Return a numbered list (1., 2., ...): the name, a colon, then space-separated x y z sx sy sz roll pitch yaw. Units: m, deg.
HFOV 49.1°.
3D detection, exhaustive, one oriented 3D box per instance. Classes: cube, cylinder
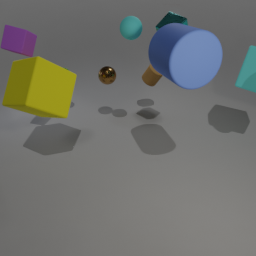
1. cube: 4.687 -1.963 9.678 1.400 1.400 1.400 22 22 19
2. cube: -2.615 -1.142 8.329 1.400 1.400 1.400 5 -10 40
3. cube: 1.385 -3.009 8.663 0.700 0.700 0.700 36 80 30
4. cylinder: 1.043 -2.237 11.797 0.700 0.700 0.700 18 47 -21
5. cylinder: 1.401 -1.850 7.107 1.400 1.400 1.400 -9 28 -15
6. cube: -3.299 -2.625 8.501 0.700 0.700 0.700 16 7 6

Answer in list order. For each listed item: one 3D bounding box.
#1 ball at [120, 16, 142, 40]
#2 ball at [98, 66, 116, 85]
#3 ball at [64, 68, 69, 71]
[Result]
1. ball: 0.095 -3.065 8.598 0.700 0.700 0.700 0 32 0
2. ball: -0.797 -2.024 10.792 0.700 0.700 0.700 0 32 0
3. ball: -2.671 -2.126 11.526 0.700 0.700 0.700 0 32 0
